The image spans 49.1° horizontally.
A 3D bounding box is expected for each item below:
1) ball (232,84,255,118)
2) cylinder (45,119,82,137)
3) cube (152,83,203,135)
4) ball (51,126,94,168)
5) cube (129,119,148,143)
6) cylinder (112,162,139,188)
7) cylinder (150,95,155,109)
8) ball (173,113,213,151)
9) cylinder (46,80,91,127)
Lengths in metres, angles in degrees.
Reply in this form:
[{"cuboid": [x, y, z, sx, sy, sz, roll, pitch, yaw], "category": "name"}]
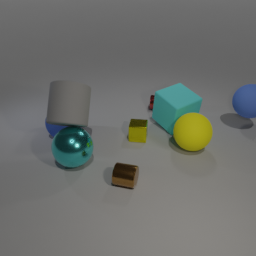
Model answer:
[{"cuboid": [5.034, -1.102, 11.530, 1.400, 1.400, 1.400, 0, 29, 0], "category": "ball"}, {"cuboid": [-2.498, -0.428, 11.402, 1.400, 1.400, 1.400, 0, 29, 1], "category": "cylinder"}, {"cuboid": [2.021, -0.819, 11.761, 1.400, 1.400, 1.400, -22, 47, -26], "category": "cube"}, {"cuboid": [-1.868, 0.637, 9.467, 1.400, 1.400, 1.400, 0, 29, 0], "category": "ball"}, {"cuboid": [0.411, 0.104, 11.179, 0.700, 0.700, 0.700, 4, 29, 7], "category": "cube"}, {"cuboid": [-0.071, 1.465, 8.716, 0.700, 0.700, 0.700, 8, 30, 14], "category": "cylinder"}, {"cuboid": [1.434, -1.239, 13.603, 0.700, 0.700, 0.700, 4, 29, 8], "category": "cylinder"}, {"cuboid": [2.366, 0.140, 10.240, 1.400, 1.400, 1.400, 0, 29, 0], "category": "ball"}, {"cuboid": [-2.018, -0.789, 9.592, 1.400, 1.400, 1.400, 5, -4, 0], "category": "cylinder"}]
